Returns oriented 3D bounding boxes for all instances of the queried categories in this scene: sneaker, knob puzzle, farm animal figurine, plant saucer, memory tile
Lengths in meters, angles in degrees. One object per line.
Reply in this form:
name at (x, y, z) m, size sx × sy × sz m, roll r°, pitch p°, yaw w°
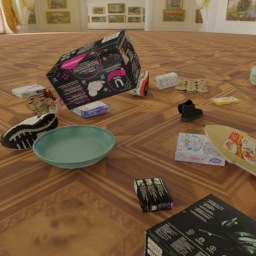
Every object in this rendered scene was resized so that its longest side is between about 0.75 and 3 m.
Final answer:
sneaker at (2.757, -0.825, 12.197) m, size 1.750 × 0.913 × 0.526 m, roll -22°, pitch 34°, yaw -39°
sneaker at (0.609, -2.598, 15.903) m, size 1.118 × 1.060 × 2.723 m, roll 3°, pitch 24°, yaw 10°
sneaker at (-3.715, 0.151, 10.384) m, size 0.989 × 0.912 × 2.473 m, roll -5°, pitch 16°, yaw 30°
knob puzzle at (3.501, 0.659, 9.110) m, size 2.595 × 0.360 × 2.595 m, roll 15°, pitch 33°, yaw -10°
farm animal figurine at (-3.555, -0.909, 12.604) m, size 1.443 × 0.899 × 1.787 m, roll -35°, pitch 41°, yaw -22°
plant saucer at (-1.783, 0.653, 9.495) m, size 2.711 × 0.487 × 2.711 m, roll -1°, pitch 24°, yaw 0°
memory tile at (3.812, -2.550, 16.808) m, size 1.917 × 0.210 × 2.501 m, roll 5°, pitch 25°, yaw 11°

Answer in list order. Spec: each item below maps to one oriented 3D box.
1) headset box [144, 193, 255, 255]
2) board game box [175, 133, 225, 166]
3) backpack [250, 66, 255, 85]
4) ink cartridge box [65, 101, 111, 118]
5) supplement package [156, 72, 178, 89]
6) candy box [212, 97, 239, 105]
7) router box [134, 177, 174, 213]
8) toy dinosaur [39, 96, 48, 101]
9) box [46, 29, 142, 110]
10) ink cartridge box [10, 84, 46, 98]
headset box at (1.655, 2.340, 5.227) m, size 2.078 × 0.964 × 1.810 m, roll -17°, pitch 29°, yaw -33°
board game box at (2.468, 0.689, 9.599) m, size 1.560 × 0.322 × 1.564 m, roll 6°, pitch 25°, yaw 13°
backpack at (8.420, -3.267, 16.980) m, size 1.854 × 1.396 × 1.646 m, roll -1°, pitch 38°, yaw 18°
ink cartridge box at (-1.886, -0.972, 13.106) m, size 1.263 × 0.444 × 2.116 m, roll -19°, pitch 28°, yaw -35°
supplement package at (2.309, -2.815, 16.632) m, size 1.157 × 0.658 × 0.634 m, roll -14°, pitch 25°, yaw -6°
candy box at (4.988, -1.399, 14.346) m, size 1.247 × 0.165 × 0.637 m, roll -8°, pitch 23°, yaw -17°
router box at (0.652, 1.735, 7.378) m, size 0.803 × 0.275 × 1.076 m, roll -4°, pitch 25°, yaw -8°
toy dinosaur at (-4.419, -1.588, 14.737) m, size 0.509 × 0.290 × 0.959 m, roll 11°, pitch 26°, yaw -26°
box at (-0.985, -1.818, 8.901) m, size 2.478 × 1.422 × 1.638 m, roll -15°, pitch 33°, yaw 21°
ink cartridge box at (-5.664, -2.146, 15.808) m, size 1.518 × 0.329 × 1.491 m, roll 24°, pitch 34°, yaw 39°
